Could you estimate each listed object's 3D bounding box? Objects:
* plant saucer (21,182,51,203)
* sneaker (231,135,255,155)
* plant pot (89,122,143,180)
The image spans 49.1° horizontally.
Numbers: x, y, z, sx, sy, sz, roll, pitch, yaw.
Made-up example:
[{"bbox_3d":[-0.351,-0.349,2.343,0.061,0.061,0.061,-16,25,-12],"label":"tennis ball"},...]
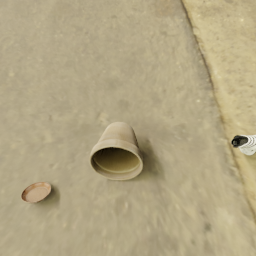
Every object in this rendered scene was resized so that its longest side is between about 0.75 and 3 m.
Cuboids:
[{"bbox_3d":[-2.427,1.742,7.443,0.789,0.144,0.789,-6,30,4],"label":"plant saucer"},{"bbox_3d":[3.109,0.385,7.531,0.794,1.381,0.521,9,78,2],"label":"sneaker"},{"bbox_3d":[-0.282,0.532,7.695,1.412,1.412,1.225,3,44,2],"label":"plant pot"}]
